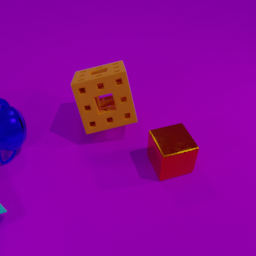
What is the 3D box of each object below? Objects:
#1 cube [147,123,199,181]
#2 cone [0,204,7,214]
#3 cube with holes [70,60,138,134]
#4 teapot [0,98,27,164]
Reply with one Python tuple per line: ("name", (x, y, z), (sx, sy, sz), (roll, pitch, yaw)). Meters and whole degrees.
("cube", (0.963, 0.522, 6.230), (0.835, 0.835, 0.835), (-13, 45, -13))
("cone", (-2.874, 1.189, 5.100), (1.038, 1.038, 1.042), (-15, 80, -15))
("cube with holes", (-0.562, -0.791, 6.890), (1.249, 1.249, 1.249), (-14, 24, 1))
("teapot", (-2.878, -0.028, 6.393), (0.849, 1.733, 1.078), (-12, 10, -42))
